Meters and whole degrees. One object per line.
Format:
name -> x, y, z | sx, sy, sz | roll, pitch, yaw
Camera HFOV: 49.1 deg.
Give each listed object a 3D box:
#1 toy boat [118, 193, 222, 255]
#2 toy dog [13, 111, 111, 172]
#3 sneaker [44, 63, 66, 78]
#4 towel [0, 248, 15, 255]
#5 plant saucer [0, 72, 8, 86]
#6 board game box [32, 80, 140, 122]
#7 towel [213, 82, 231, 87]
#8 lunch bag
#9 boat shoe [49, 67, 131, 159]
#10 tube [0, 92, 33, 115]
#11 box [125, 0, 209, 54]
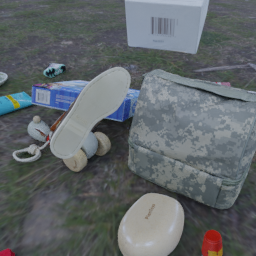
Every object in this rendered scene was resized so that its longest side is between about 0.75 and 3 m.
toy boat -> 0.780, 2.061, 5.202 | 1.938, 0.901, 1.629 | 11, 31, 29
toy dog -> -1.754, 0.120, 7.499 | 2.589, 1.247, 1.707 | 8, 31, 10
sneaker -> -3.367, -2.526, 12.126 | 0.820, 0.456, 1.173 | 20, 30, 28
towel -> -2.386, 2.899, 4.440 | 1.287, 0.200, 1.780 | -15, 38, -19
plant saucer -> -5.452, -1.856, 11.216 | 1.253, 0.314, 1.253 | 1, 35, 0
board game box -> -0.966, -0.973, 8.860 | 2.852, 0.619, 2.838 | 12, 14, 17
towel -> 3.001, -1.497, 10.791 | 1.928, 0.219, 1.389 | 5, 34, 8
lunch bag -> 1.572, 0.075, 6.510 | 2.940, 2.466, 2.048 | 22, 40, 28
boat shoe -> -0.614, -0.279, 4.390 | 1.666, 0.599, 0.496 | -52, 21, 1
tube -> -4.419, -0.690, 9.379 | 2.500, 0.630, 0.968 | -25, 52, -39
box -> 1.305, -3.666, 8.389 | 2.057, 1.437, 2.702 | 11, 50, 15
